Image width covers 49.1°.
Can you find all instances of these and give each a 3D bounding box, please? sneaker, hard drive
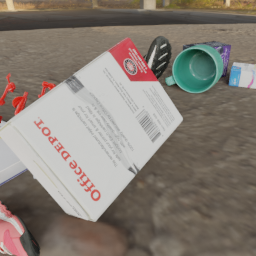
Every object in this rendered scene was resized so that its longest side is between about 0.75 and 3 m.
[{"bbox_3d":[0.368,-1.285,6.265,0.766,1.932,0.714,45,59,13],"label":"sneaker"},{"bbox_3d":[-3.449,0.473,7.126,2.712,0.344,1.789,18,33,31],"label":"hard drive"},{"bbox_3d":[-2.132,1.772,4.562,1.834,0.676,0.795,19,47,39],"label":"sneaker"}]

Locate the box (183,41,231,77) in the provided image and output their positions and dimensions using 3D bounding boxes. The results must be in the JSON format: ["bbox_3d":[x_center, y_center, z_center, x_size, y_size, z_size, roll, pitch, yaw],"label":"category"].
[{"bbox_3d":[3.442,-2.993,12.514,1.973,1.460,1.029,-16,32,-25],"label":"box"}]

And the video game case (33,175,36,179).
[{"bbox_3d":[-1.287,0.304,6.192,1.652,1.505,0.190,-4,-2,-1],"label":"video game case"}]

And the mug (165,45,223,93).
[{"bbox_3d":[2.649,-2.398,11.055,2.117,1.740,1.309,18,30,27],"label":"mug"}]

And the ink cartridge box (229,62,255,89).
[{"bbox_3d":[5.221,-2.173,11.708,1.750,0.741,1.265,10,30,22],"label":"ink cartridge box"}]

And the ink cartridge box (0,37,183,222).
[{"bbox_3d":[-0.560,-0.040,5.266,2.824,2.038,1.182,-44,16,-33],"label":"ink cartridge box"}]

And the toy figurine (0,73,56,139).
[{"bbox_3d":[-1.660,-0.228,7.241,2.944,1.553,1.764,11,-2,-2],"label":"toy figurine"}]
